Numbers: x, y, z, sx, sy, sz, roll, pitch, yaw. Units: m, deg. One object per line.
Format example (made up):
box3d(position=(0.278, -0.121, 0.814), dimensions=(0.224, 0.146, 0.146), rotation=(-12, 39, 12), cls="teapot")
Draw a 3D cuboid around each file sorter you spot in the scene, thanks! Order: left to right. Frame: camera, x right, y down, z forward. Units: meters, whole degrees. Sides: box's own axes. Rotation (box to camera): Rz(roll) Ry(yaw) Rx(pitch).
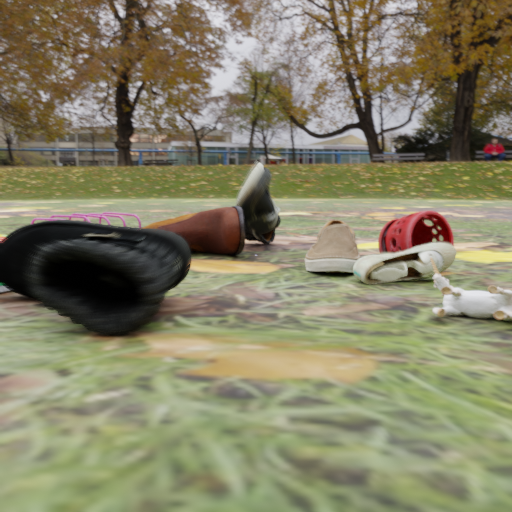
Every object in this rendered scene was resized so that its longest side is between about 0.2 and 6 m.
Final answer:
box3d(position=(-2.822, -0.211, 9.403), dimensions=(1.091, 0.984, 1.570), rotation=(5, 9, 31), cls="file sorter")

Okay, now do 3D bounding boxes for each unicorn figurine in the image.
box3d(position=(2.401, 0.483, 6.264), dimensions=(1.497, 0.553, 1.028), rotation=(23, 9, 33), cls="unicorn figurine")

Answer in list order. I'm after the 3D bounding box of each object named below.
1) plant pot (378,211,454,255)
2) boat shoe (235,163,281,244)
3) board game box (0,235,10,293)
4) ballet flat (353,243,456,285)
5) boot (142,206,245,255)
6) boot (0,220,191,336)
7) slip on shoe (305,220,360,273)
box3d(position=(2.665, -0.230, 9.475), dimensions=(1.006, 1.006, 0.916), rotation=(-3, 0, -25), cls="plant pot")
box3d(position=(0.118, -1.086, 12.495), dimensions=(1.062, 1.128, 3.141), rotation=(26, -18, 5), cls="boat shoe")
box3d(position=(-5.232, 0.089, 8.231), dimensions=(3.923, 0.671, 2.637), rotation=(4, 8, 25), cls="board game box")
box3d(position=(2.297, 0.188, 8.428), dimensions=(1.649, 0.556, 0.514), rotation=(-11, 18, -4), cls="ballet flat")
box3d(position=(-1.954, -0.479, 11.352), dimensions=(3.019, 1.034, 2.842), rotation=(-5, 9, -26), cls="boot")
box3d(position=(-2.154, 0.182, 6.380), dimensions=(2.682, 1.009, 2.005), rotation=(-4, 12, 8), cls="boot")
box3d(position=(1.417, -0.187, 10.038), dimensions=(0.959, 0.764, 2.522), rotation=(2, 8, 14), cls="slip on shoe")
